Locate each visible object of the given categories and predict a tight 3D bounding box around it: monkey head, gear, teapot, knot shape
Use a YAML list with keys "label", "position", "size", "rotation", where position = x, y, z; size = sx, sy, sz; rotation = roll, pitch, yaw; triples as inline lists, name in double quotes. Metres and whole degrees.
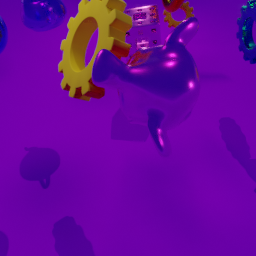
- label: "monkey head"
  position: [0.273, -0.560, 3.446]
  size: [1.055, 1.751, 1.260]
  rotation: [11, -3, 39]
- label: "gear"
  position: [-0.568, -1.240, 4.320]
  size: [0.297, 1.608, 1.608]
  rotation: [10, 31, -39]
- label: "teapot"
  position: [-1.875, -2.609, 6.036]
  size: [0.995, 0.783, 1.600]
  rotation: [-29, 45, -17]
- label: "gear"
  position: [1.815, -4.062, 10.051]
  size: [1.079, 1.079, 0.200]
  rotation: [0, -3, 0]
- label: "gear"
  position: [3.155, -2.370, 6.961]
  size: [0.274, 1.483, 1.483]
  rotation: [-10, 43, -1]
- label: "knot shape"
  position: [1.308, -4.123, 8.011]
  size: [1.979, 1.852, 0.915]
  rotation: [38, 85, -7]

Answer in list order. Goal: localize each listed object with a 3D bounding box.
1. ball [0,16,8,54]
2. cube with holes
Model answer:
- label: "ball"
  position: [-2.300, -1.467, 4.301]
  size: [0.849, 0.849, 0.849]
  rotation: [0, 42, 0]
- label: "cube with holes"
  position: [0.371, -2.521, 7.486]
  size: [0.971, 0.971, 0.971]
  rotation: [-5, 49, 7]
